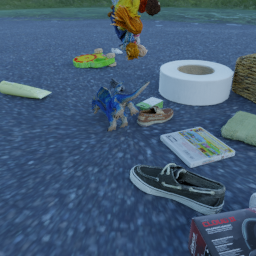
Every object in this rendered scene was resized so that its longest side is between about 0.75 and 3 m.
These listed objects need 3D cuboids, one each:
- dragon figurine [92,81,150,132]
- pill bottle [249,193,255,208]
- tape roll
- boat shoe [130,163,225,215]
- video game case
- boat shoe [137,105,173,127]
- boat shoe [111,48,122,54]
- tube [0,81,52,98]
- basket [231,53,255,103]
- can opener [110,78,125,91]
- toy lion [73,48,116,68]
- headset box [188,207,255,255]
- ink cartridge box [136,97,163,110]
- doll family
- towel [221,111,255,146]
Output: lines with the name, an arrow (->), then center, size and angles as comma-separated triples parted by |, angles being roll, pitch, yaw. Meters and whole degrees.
dragon figurine -> -0.397, -0.846, 8.233 | 0.827, 2.810, 1.397 | -19, 71, -26
pill bottle -> 2.876, 1.528, 5.252 | 0.997, 0.577, 0.577 | 2, 28, 3
tape roll -> 2.648, -1.869, 11.115 | 2.807, 0.982, 2.807 | 0, 28, 0
boat shoe -> 1.001, 1.092, 5.950 | 2.103, 0.670, 0.744 | 15, 32, 26
video game case -> 1.851, 0.471, 7.645 | 1.391, 0.175, 1.528 | -11, 29, -20
boat shoe -> 0.913, -0.453, 9.003 | 1.383, 0.496, 0.524 | -19, 33, -31
boat shoe -> -0.696, -4.753, 17.226 | 0.829, 0.271, 0.305 | 18, 33, 30
tube -> -4.048, -1.429, 10.914 | 1.963, 0.509, 0.569 | 11, 69, 13
basket -> 5.418, -1.894, 10.331 | 1.853, 1.775, 2.487 | -11, 31, -18
can opener -> -0.441, -1.797, 11.837 | 0.367, 0.293, 1.099 | 23, 16, -30
toy lion -> -1.870, -3.561, 14.773 | 1.871, 0.670, 1.952 | -27, 38, -28
headset box -> 1.901, 2.037, 4.086 | 1.509, 0.783, 2.028 | -5, 30, -10
ink cartridge box -> 0.751, -0.769, 9.815 | 0.495, 0.283, 0.954 | 23, 36, 36
doll family -> -0.019, -1.721, 4.675 | 0.743, 1.649, 1.024 | -20, 72, -15
towel -> 3.635, 0.003, 8.356 | 1.304, 0.321, 1.757 | 19, 33, 30
